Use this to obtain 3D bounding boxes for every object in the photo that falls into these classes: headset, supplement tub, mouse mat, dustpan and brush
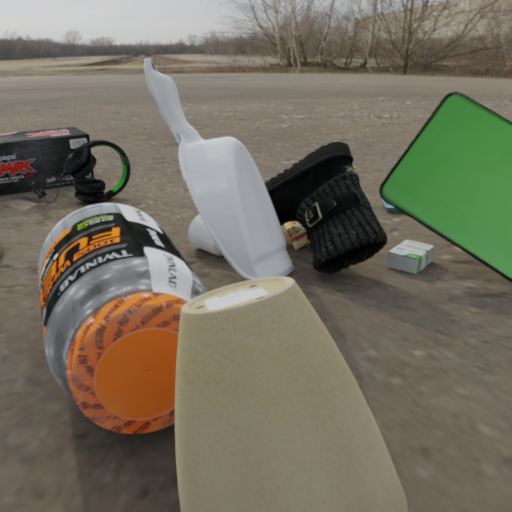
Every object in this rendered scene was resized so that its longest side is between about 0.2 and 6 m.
[{"bbox_3d":[-4.097,-1.885,13.180,2.240,1.383,1.052,-30,33,-24],"label":"headset"},{"bbox_3d":[-1.526,0.579,6.457,1.796,1.796,2.932,-9,23,-20],"label":"supplement tub"},{"bbox_3d":[3.850,-1.185,9.382,2.893,2.328,0.109,36,-2,13],"label":"mouse mat"},{"bbox_3d":[-0.684,-1.350,8.653,1.113,3.889,2.714,-18,1,14],"label":"dustpan and brush"}]

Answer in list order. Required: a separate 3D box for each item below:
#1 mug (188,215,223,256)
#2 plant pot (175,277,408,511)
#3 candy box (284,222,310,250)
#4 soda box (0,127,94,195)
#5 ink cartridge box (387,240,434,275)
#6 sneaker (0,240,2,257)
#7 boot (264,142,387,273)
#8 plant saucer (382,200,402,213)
[{"bbox_3d":[-0.684,-0.402,10.387,0.910,0.729,0.747,-35,46,-27],"label":"mug"},{"bbox_3d":[0.086,1.196,4.354,1.789,1.910,1.789,-14,9,2],"label":"plant pot"},{"bbox_3d":[0.901,-0.528,10.956,0.579,0.277,1.003,-27,23,6],"label":"candy box"},{"bbox_3d":[-6.405,-2.363,14.257,4.164,1.318,1.473,-13,26,-30],"label":"soda box"},{"bbox_3d":[2.733,0.011,9.879,0.559,0.317,0.763,17,28,35],"label":"ink cartridge box"},{"bbox_3d":[-5.064,-0.198,9.411,0.991,1.062,2.812,-2,23,-5],"label":"sneaker"},{"bbox_3d":[0.921,-0.543,9.940,1.006,1.999,2.674,-1,-23,-41],"label":"boot"},{"bbox_3d":[3.870,-1.117,12.780,1.903,0.180,0.665,1,23,4],"label":"plant saucer"}]
